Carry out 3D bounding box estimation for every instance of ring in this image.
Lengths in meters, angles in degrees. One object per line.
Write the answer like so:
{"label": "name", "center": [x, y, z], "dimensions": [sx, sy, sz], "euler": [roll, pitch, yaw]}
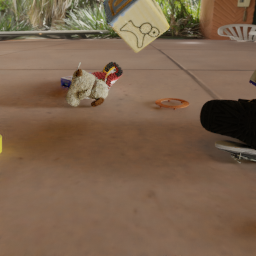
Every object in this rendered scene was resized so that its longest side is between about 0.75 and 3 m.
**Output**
{"label": "ring", "center": [1.735, -0.951, 11.048], "dimensions": [1.337, 0.128, 1.337], "euler": [1, 22, 0]}

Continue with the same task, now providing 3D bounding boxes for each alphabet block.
{"label": "alphabet block", "center": [0.279, -4.170, 10.336], "dimensions": [1.653, 1.692, 1.661], "euler": [-30, 48, 23]}

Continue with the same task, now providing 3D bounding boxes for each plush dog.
{"label": "plush dog", "center": [-1.452, -1.623, 10.910], "dimensions": [1.470, 1.373, 1.712], "euler": [22, 56, -18]}

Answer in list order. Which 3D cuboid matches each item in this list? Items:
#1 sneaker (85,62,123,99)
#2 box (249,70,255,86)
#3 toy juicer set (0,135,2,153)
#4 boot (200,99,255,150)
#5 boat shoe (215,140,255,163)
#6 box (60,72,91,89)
{"label": "sneaker", "center": [-1.249, -1.974, 12.686], "dimensions": [1.110, 1.052, 2.703], "euler": [-39, 3, 45]}
{"label": "box", "center": [5.275, -0.900, 7.412], "dimensions": [2.971, 1.559, 2.732], "euler": [28, 19, -10]}
{"label": "toy juicer set", "center": [-4.402, 0.521, 6.609], "dimensions": [1.526, 0.653, 2.398], "euler": [15, 27, 33]}
{"label": "boot", "center": [3.592, -0.102, 7.044], "dimensions": [2.250, 1.133, 3.010], "euler": [1, 19, -41]}
{"label": "boat shoe", "center": [2.695, 0.595, 6.754], "dimensions": [1.211, 0.414, 0.447], "euler": [8, 20, 3]}
{"label": "box", "center": [-2.321, -2.408, 14.272], "dimensions": [1.351, 0.471, 2.269], "euler": [19, 26, 39]}
